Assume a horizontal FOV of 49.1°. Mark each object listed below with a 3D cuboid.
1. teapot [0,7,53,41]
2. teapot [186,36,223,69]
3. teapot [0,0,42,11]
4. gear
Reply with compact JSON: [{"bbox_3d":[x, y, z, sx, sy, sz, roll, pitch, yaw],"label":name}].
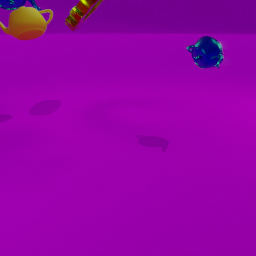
[{"bbox_3d":[-2.976,-3.032,8.038,1.714,0.839,1.065,-18,3,-4],"label":"teapot"},{"bbox_3d":[1.809,-1.691,6.478,0.602,0.764,1.229,-32,44,-12],"label":"teapot"},{"bbox_3d":[-3.678,-4.241,8.786,1.293,1.018,2.079,-26,-15,36],"label":"teapot"},{"bbox_3d":[-1.234,-4.043,9.117,2.033,0.376,2.033,-43,16,15],"label":"gear"}]
